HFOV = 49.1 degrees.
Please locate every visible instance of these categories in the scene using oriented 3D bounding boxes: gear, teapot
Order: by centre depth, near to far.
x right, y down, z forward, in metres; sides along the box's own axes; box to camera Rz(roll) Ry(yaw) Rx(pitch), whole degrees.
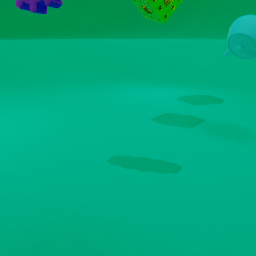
[{"bbox_3d":[-1.514,-2.648,4.596,1.407,1.407,0.260,9,17,24],"label":"gear"},{"bbox_3d":[2.584,-1.895,5.983,0.748,0.949,1.527,-49,8,-18],"label":"teapot"}]

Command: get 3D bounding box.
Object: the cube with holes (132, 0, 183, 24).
[{"bbox_3d":[1.014,-4.675,9.969,1.185,1.185,1.185,36,2,-46],"label":"cube with holes"}]
